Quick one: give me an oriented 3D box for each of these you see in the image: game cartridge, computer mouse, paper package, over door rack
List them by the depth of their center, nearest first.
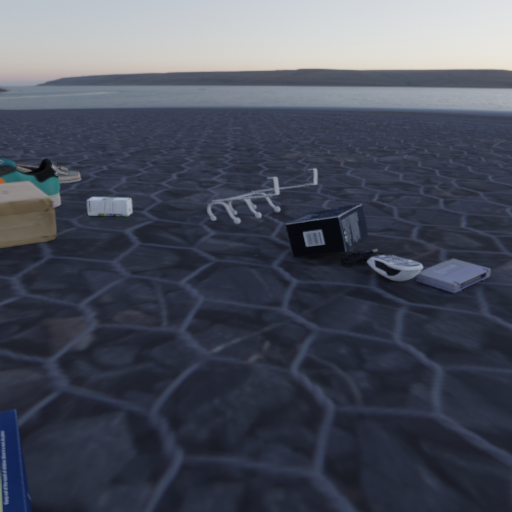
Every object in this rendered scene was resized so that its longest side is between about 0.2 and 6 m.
[{"bbox_3d":[3.052,0.303,8.688,1.066,0.205,0.691,-15,20,-38],"label":"game cartridge"},{"bbox_3d":[2.042,0.172,8.908,0.784,0.314,1.429,-4,13,-24],"label":"computer mouse"},{"bbox_3d":[-4.928,-0.796,10.793,1.662,0.902,1.744,-11,23,-31],"label":"paper package"},{"bbox_3d":[0.157,-1.187,11.901,2.041,0.680,1.508,-16,4,42],"label":"over door rack"}]

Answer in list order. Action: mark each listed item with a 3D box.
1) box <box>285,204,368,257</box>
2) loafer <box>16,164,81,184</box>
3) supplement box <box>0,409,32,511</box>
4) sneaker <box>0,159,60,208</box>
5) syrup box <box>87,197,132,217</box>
[{"bbox_3d":[1.248,-0.447,9.810,1.055,0.654,1.037,-6,14,34],"label":"box"},{"bbox_3d":[-5.947,-2.342,15.866,1.847,0.581,0.664,-6,20,-17],"label":"loafer"},{"bbox_3d":[-2.025,1.742,3.367,1.254,0.843,1.255,-9,20,-24],"label":"supplement box"},{"bbox_3d":[-5.919,-1.536,12.434,3.037,1.214,1.084,-15,22,-39],"label":"sneaker"},{"bbox_3d":[-3.275,-1.099,12.516,0.909,0.370,0.358,1,16,4],"label":"syrup box"}]
